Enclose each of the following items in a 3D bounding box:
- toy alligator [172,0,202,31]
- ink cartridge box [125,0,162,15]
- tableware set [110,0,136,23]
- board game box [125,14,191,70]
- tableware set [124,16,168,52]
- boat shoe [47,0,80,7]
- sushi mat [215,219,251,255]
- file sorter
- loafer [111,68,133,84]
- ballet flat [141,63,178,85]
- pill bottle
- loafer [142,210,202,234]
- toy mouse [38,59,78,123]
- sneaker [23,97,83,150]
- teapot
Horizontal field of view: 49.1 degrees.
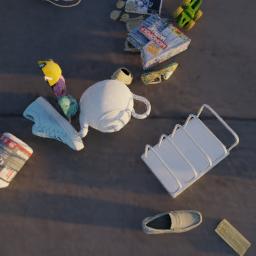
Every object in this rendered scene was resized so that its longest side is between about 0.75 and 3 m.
[{"bbox_3d":[2.692,-5.104,12.097,0.951,0.690,2.870,43,63,-12],"label":"toy alligator"},{"bbox_3d":[0.761,-5.791,12.527,1.536,0.336,1.551,8,67,5],"label":"ink cartridge box"},{"bbox_3d":[-0.221,-5.109,12.202,0.942,0.131,1.127,26,87,21],"label":"tableware set"},{"bbox_3d":[1.008,-3.391,11.153,2.081,0.642,2.079,43,71,10],"label":"board game box"},{"bbox_3d":[0.812,-3.876,11.779,1.865,0.259,2.233,2,68,1],"label":"tableware set"},{"bbox_3d":[-3.297,-6.075,12.420,2.414,0.755,0.859,17,67,5],"label":"boat shoe"},{"bbox_3d":[3.310,3.460,8.870,0.524,0.066,1.095,-42,73,-15],"label":"sushi mat"},{"bbox_3d":[2.015,0.693,9.190,2.562,1.595,1.778,-34,72,-14],"label":"file sorter"},{"bbox_3d":[-0.119,-1.956,10.420,0.553,1.462,0.499,41,114,5],"label":"loafer"},{"bbox_3d":[1.281,-2.074,10.954,1.557,0.551,0.551,-21,69,-9],"label":"ballet flat"},{"bbox_3d":[-4.177,1.228,9.214,1.131,1.131,1.952,29,71,11],"label":"pill bottle"},{"bbox_3d":[1.392,2.948,8.751,1.923,0.671,0.672,-11,68,-4],"label":"loafer"},{"bbox_3d":[-2.259,-1.235,9.581,0.556,2.553,2.873,-28,38,-9],"label":"toy mouse"},{"bbox_3d":[-2.658,0.059,9.767,1.110,1.001,2.709,-42,60,-15],"label":"sneaker"},{"bbox_3d":[-0.569,-0.553,9.497,2.008,1.982,1.466,-41,58,25],"label":"teapot"}]
